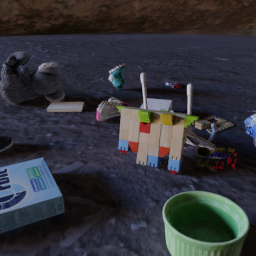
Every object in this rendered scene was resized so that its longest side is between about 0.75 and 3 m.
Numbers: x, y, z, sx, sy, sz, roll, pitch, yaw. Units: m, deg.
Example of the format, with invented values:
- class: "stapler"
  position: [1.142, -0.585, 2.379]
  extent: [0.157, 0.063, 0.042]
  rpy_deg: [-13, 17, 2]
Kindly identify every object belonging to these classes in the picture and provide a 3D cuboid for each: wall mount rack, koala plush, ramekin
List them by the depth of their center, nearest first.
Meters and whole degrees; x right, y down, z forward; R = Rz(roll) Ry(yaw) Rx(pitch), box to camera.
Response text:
- class: "ramekin"
  position: [1.326, 1.806, 4.946]
  extent: [1.438, 0.703, 1.438]
  rpy_deg: [0, 20, 0]
- class: "wall mount rack"
  position: [1.405, -0.411, 8.412]
  extent: [2.872, 1.071, 2.495]
  rpy_deg: [22, -11, 41]
- class: "koala plush"
  position: [-4.117, -2.036, 12.456]
  extent: [2.480, 2.199, 2.279]
  rpy_deg: [2, 35, 4]

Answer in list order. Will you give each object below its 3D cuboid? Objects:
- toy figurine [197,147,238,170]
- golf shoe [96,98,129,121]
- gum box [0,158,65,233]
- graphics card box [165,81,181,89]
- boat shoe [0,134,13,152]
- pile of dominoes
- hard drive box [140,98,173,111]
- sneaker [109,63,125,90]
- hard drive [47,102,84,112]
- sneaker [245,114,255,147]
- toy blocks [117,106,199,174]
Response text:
- class: "toy figurine"
  position: [2.408, 0.832, 7.835]
  extent: [1.097, 0.579, 0.657]
  rpy_deg: [4, -5, 2]
- class: "golf shoe"
  position: [-0.584, -0.734, 10.975]
  extent: [0.850, 0.699, 1.857]
  rpy_deg: [12, 27, 19]
- class: "gum box"
  position: [-2.690, 1.472, 6.066]
  extent: [2.157, 0.481, 1.833]
  rpy_deg: [-12, 26, -26]
- class: "graphics card box"
  position: [2.475, -2.370, 15.336]
  extent: [0.511, 0.207, 0.814]
  rpy_deg: [-11, 25, -24]
- class: "boat shoe"
  position: [-4.585, 0.424, 8.248]
  extent: [2.179, 0.674, 0.816]
  rpy_deg: [-8, 25, -18]
- class: "pile of dominoes"
  position: [3.120, -0.221, 10.322]
  extent: [1.418, 0.226, 1.105]
  rpy_deg: [-16, 28, -31]
- class: "hard drive box"
  position: [1.108, -0.674, 10.949]
  extent: [1.118, 0.551, 1.435]
  rpy_deg: [6, 24, 14]
- class: "sneaker"
  position: [-0.400, -2.532, 13.865]
  extent: [0.844, 0.867, 2.178]
  rpy_deg: [-29, -7, -8]
- class: "hard drive"
  position: [-2.636, -0.912, 11.983]
  extent: [1.392, 0.183, 0.918]
  rpy_deg: [0, 23, -2]
- class: "sneaker"
  position: [4.232, 0.125, 8.875]
  extent: [0.998, 0.981, 2.591]
  rpy_deg: [-4, 14, 33]
- class: "toy blocks"
  position: [0.656, 0.314, 7.536]
  extent: [2.285, 1.562, 1.142]
  rpy_deg: [9, 10, 22]
